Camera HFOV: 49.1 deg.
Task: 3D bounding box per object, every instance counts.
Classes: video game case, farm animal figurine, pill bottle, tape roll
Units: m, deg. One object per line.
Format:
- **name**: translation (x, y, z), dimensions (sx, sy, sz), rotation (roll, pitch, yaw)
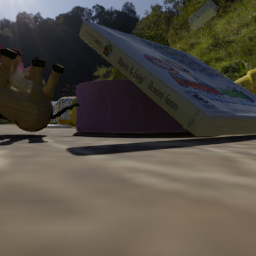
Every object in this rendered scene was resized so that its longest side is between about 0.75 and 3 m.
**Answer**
- **video game case**: translation (0.854, -0.657, 3.804), dimensions (2.407, 0.285, 2.191), rotation (-1, 37, -44)
- **farm animal figurine**: translation (-2.055, -0.448, 3.275), dimensions (2.081, 1.296, 2.577), rotation (24, 11, 34)
- **pill bottle**: translation (-1.936, -0.578, 10.116), dimensions (1.967, 1.102, 1.102), rotation (1, 1, 25)
- **tape roll**: translation (0.030, -0.305, 4.559), dimensions (1.729, 0.734, 1.729), rotation (1, 1, 0)

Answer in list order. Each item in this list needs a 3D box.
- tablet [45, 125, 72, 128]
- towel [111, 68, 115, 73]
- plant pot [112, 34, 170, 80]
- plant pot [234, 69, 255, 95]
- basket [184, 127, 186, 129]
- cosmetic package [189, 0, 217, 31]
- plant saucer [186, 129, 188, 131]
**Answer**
- **tablet**: translation (-2.562, -0.055, 8.921), dimensions (1.042, 0.109, 1.601), rotation (-1, 1, -34)
- **towel**: translation (-0.116, -2.630, 11.796), dimensions (0.647, 0.136, 1.503), rotation (-17, 2, -30)
- **plant pot**: translation (0.486, -1.592, 8.855), dimensions (2.368, 2.531, 2.368), rotation (5, 21, -2)
- **plant pot**: translation (5.548, -1.227, 13.132), dimensions (2.552, 2.713, 2.713), rotation (-17, -6, 21)
- **basket**: translation (1.407, -0.250, 7.511), dimensions (0.864, 0.533, 0.586), rotation (2, 1, 32)
- **cosmetic package**: translation (2.852, -4.297, 10.712), dimensions (0.390, 0.536, 1.054), rotation (26, -39, -27)
- **plant saucer**: translation (1.680, -0.064, 4.688), dimensions (1.398, 0.251, 1.398), rotation (0, 0, 0)
